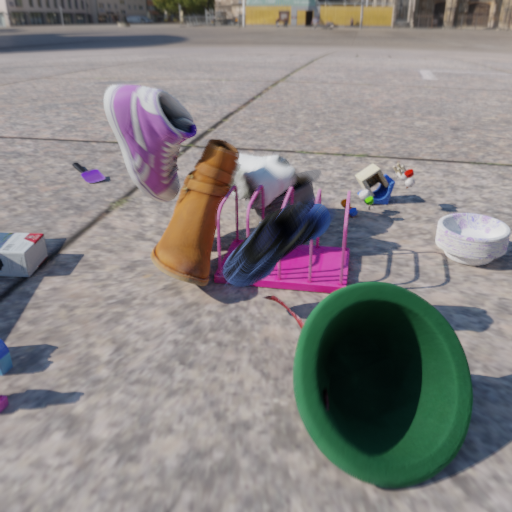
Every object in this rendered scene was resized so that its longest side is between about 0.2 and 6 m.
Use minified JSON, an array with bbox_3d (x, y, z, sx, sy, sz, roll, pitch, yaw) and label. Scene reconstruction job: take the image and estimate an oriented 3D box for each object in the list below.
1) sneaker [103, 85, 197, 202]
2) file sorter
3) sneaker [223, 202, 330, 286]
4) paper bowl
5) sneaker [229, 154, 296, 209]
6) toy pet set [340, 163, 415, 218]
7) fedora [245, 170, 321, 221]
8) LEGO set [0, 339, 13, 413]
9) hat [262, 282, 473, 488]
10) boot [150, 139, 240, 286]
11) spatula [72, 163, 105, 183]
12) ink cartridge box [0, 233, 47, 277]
[{"bbox_3d":[-1.635,-1.885,10.113,1.441,2.528,0.916,8,55,24],"label":"sneaker"},{"bbox_3d":[0.526,-0.399,9.986,2.285,1.433,1.588,5,27,10],"label":"file sorter"},{"bbox_3d":[0.118,-0.162,7.932,0.754,1.937,0.679,-2,60,-55],"label":"sneaker"},{"bbox_3d":[4.071,-0.279,10.604,1.293,0.672,1.293,0,26,0],"label":"paper bowl"},{"bbox_3d":[0.081,-1.709,11.789,1.186,0.930,2.386,-25,33,-16],"label":"sneaker"},{"bbox_3d":[2.805,-1.372,12.908,1.667,0.885,1.556,-33,27,6],"label":"toy pet set"},{"bbox_3d":[0.651,-1.148,11.992,1.791,0.808,1.584,-13,22,23],"label":"fedora"},{"bbox_3d":[-4.239,1.107,7.314,2.581,1.059,0.985,7,26,14],"label":"LEGO set"},{"bbox_3d":[1.209,1.583,7.185,2.120,2.253,2.559,12,66,-9],"label":"hat"},{"bbox_3d":[-0.891,-0.845,9.899,1.084,2.194,2.826,25,18,-9],"label":"boot"},{"bbox_3d":[-4.695,-2.311,15.334,0.514,0.187,1.817,-24,31,-28],"label":"spatula"},{"bbox_3d":[-4.630,-0.039,10.292,1.235,0.512,0.900,1,26,3],"label":"ink cartridge box"}]
